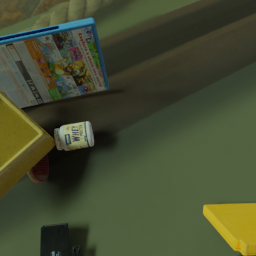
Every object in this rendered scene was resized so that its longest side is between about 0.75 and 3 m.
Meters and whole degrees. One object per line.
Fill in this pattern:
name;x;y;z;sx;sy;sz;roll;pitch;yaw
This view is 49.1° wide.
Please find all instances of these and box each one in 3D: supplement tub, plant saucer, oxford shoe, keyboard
supplement tub;-1.315;0.209;6.897;0.874;0.634;0.634;-10;60;-3
plant saucer;-2.801;0.139;5.870;2.069;0.501;2.068;43;44;-5
oxford shoe;-2.488;0.598;6.795;0.688;0.648;1.840;-38;64;18
keyboard;-1.357;2.658;5.642;0.834;0.178;1.389;-8;69;7

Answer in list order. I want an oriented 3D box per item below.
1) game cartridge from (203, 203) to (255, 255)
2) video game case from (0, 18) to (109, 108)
game cartridge;2.622;1.902;5.410;1.847;1.628;0.300;0;98;-6
video game case;-2.065;-1.441;6.895;2.946;2.108;0.262;-12;54;-2
